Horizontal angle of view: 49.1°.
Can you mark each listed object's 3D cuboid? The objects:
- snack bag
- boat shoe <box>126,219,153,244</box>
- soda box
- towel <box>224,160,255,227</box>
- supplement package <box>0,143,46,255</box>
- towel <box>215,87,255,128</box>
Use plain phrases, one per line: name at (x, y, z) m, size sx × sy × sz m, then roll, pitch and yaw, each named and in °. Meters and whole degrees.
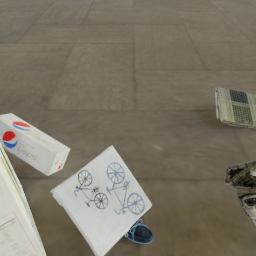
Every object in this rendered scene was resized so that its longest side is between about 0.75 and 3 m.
snack bag at (-0.383, 1.242, 4.851) m, size 1.500 × 0.161 × 1.415 m, roll -36°, pitch 94°, yaw -40°
boat shoe at (0.022, 1.812, 5.165) m, size 0.948 × 0.325 × 0.399 m, roll 19°, pitch 37°, yaw 16°
soda box at (-2.269, 0.336, 6.381) m, size 1.799 × 0.573 × 0.613 m, roll 28°, pitch 16°, yaw 12°
towel at (2.740, 0.910, 4.289) m, size 2.135 × 1.768 × 0.914 m, roll -21°, pitch 59°, yaw 21°
supplement package at (-2.708, 1.072, 4.205) m, size 1.936 × 2.570 × 1.950 m, roll -23°, pitch 44°, yaw -21°
towel at (3.165, -0.557, 8.040) m, size 1.298 × 0.233 × 1.348 m, roll 10°, pitch 52°, yaw -4°
